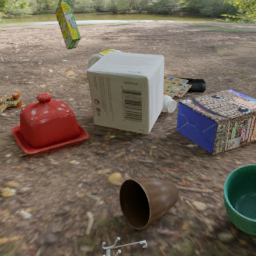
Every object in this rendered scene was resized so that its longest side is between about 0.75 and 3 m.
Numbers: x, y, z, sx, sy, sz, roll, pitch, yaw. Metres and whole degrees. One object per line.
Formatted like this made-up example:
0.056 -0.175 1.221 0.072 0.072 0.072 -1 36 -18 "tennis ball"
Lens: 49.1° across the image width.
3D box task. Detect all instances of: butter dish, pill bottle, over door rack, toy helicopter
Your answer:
-2.865 -0.395 9.915 2.315 1.716 2.321 -15 30 -29 "butter dish"
-1.243 -4.096 17.505 1.460 1.460 2.606 13 30 24 "pill bottle"
-0.044 2.564 5.621 0.963 0.321 0.711 -1 28 -3 "over door rack"
-5.540 -1.074 12.577 0.999 0.596 1.511 9 36 11 "toy helicopter"
1.485 -1.148 12.472 0.750 0.750 1.329 -19 32 -33 "pill bottle"

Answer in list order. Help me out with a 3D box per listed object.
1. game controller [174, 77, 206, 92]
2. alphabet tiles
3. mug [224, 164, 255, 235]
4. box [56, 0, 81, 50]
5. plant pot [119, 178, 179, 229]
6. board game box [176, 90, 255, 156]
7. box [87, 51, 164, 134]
3.018 -2.368 15.344 2.449 0.516 1.277 5 42 10 "game controller"
2.040 -2.169 14.702 2.295 0.073 1.910 19 48 32 "alphabet tiles"
2.819 1.780 6.236 1.386 1.043 1.687 16 56 33 "mug"
-2.663 -4.556 12.257 0.464 1.917 1.125 -20 0 -26 "box"
0.599 1.671 6.697 1.208 1.129 1.129 -6 25 -37 "plant pot"
3.449 -0.312 10.232 2.613 1.265 2.083 -14 30 -25 "board game box"
0.004 -1.454 10.957 2.442 2.430 2.092 11 38 20 "box"
